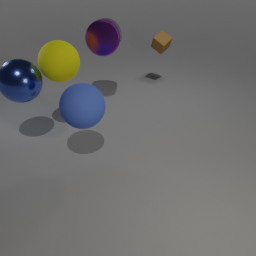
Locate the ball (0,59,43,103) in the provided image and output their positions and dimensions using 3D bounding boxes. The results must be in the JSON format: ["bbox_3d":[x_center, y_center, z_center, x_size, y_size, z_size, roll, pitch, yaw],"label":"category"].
[{"bbox_3d":[-3.482,-1.513,9.045,1.400,1.400,1.400,0,32,0],"label":"ball"}]

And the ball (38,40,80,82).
[{"bbox_3d":[-2.355,-2.275,9.587,1.400,1.400,1.400,0,32,0],"label":"ball"}]

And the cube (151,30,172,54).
[{"bbox_3d":[1.661,-4.253,13.913,0.700,0.700,0.700,42,70,10],"label":"cube"}]

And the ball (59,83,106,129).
[{"bbox_3d":[-1.387,-0.669,8.546,1.400,1.400,1.400,0,32,0],"label":"ball"}]

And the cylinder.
[{"bbox_3d":[-0.996,-3.840,11.773,1.400,1.400,1.400,1,24,2],"label":"cylinder"}]
